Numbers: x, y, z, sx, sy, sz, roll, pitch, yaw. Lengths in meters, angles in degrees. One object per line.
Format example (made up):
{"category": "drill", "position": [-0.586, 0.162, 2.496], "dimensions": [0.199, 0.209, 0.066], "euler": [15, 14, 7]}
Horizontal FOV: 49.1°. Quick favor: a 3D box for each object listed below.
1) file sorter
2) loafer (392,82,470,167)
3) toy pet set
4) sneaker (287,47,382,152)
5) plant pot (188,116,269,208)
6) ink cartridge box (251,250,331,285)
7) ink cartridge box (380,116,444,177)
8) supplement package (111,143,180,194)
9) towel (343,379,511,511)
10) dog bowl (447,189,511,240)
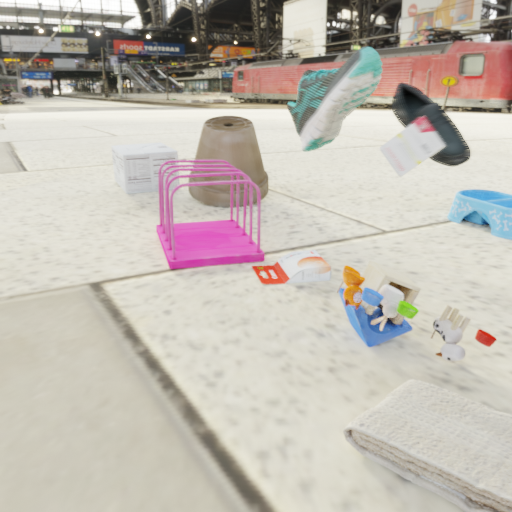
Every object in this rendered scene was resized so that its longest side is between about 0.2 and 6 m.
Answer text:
{"category": "file sorter", "position": [-0.966, -0.912, 10.632], "dimensions": [1.694, 1.529, 2.438], "euler": [-4, 19, -14]}
{"category": "loafer", "position": [3.531, -2.722, 11.519], "dimensions": [0.793, 0.820, 2.336], "euler": [-29, 53, 0]}
{"category": "toy pet set", "position": [1.507, 0.762, 6.550], "dimensions": [1.753, 0.931, 1.637], "euler": [21, 15, -19]}
{"category": "sneaker", "position": [1.405, -3.364, 11.449], "dimensions": [1.144, 1.346, 2.950], "euler": [-23, -11, -29]}
{"category": "plant pot", "position": [-0.717, -2.507, 14.269], "dimensions": [2.109, 1.830, 2.109], "euler": [0, 32, 0]}
{"category": "ink cartridge box", "position": [0.567, 0.173, 9.363], "dimensions": [1.160, 0.291, 0.941], "euler": [-1, 18, -11]}
{"category": "ink cartridge box", "position": [2.851, -1.995, 10.289], "dimensions": [0.940, 0.683, 0.392], "euler": [-35, -1, 19]}
{"category": "supplement package", "position": [-3.228, -2.583, 16.274], "dimensions": [1.555, 1.107, 1.996], "euler": [-8, 21, -21]}
{"category": "towel", "position": [1.856, 1.665, 4.863], "dimensions": [1.852, 0.319, 1.227], "euler": [16, 23, 41]}
{"category": "dog bowl", "position": [5.313, -0.938, 12.157], "dimensions": [1.401, 0.623, 2.513], "euler": [-7, 20, -22]}
